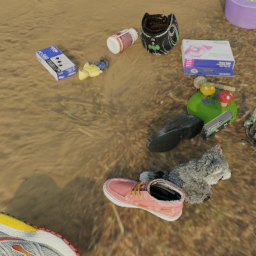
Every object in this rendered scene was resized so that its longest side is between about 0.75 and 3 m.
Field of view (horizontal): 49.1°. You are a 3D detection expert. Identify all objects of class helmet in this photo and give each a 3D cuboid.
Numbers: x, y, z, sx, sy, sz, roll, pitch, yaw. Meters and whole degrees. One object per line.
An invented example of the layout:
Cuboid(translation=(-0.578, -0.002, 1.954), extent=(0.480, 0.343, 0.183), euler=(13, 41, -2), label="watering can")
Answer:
Cuboid(translation=(1.395, -4.134, 12.340), extent=(1.837, 1.751, 1.837), euler=(-5, 73, 15), label="helmet")

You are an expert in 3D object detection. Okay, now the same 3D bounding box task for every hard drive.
Cuboid(translation=(2.657, -0.048, 8.475), extent=(0.902, 1.291, 0.244), euler=(-34, 73, 2), label="hard drive")

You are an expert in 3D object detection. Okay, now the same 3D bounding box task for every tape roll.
Cuboid(translation=(6.568, -6.520, 14.456), extent=(2.896, 1.230, 2.896), euler=(-5, 55, 8), label="tape roll")

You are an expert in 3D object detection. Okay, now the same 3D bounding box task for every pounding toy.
Cuboid(translation=(3.159, -1.214, 10.176), extent=(1.785, 1.073, 2.313), euler=(11, 50, 10), label="pounding toy")

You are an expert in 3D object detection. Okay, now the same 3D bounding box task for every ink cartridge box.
Cuboid(translation=(-3.105, -2.825, 12.047), extent=(0.909, 0.427, 1.933), euler=(-28, 54, -24), label="ink cartridge box")
Cuboid(translation=(3.488, -3.136, 12.316), extent=(2.139, 0.472, 2.179), euler=(3, 47, 2), label="ink cartridge box")

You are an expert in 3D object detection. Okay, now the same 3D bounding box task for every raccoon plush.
Cuboid(translation=(1.551, 1.248, 7.619), extent=(2.393, 1.603, 1.158), euler=(-4, 48, -3), label="raccoon plush")

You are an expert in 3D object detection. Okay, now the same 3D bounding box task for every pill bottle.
Cuboid(translation=(-0.230, -4.049, 12.903), extent=(1.380, 0.780, 0.780), euler=(-37, 58, -28), label="pill bottle")

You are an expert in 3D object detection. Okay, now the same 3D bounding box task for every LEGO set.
Cuboid(translation=(4.452, 0.681, 8.888), extent=(1.835, 0.801, 2.825), euler=(8, 62, 10), label="LEGO set")

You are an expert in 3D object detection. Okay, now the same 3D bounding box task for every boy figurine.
Cuboid(translation=(-1.525, -2.488, 11.740), extent=(1.433, 0.462, 0.891), euler=(-34, 59, -29), label="boy figurine")

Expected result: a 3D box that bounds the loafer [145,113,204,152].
Cuboid(translation=(1.426, 0.127, 9.237), extent=(2.286, 0.832, 0.826), euler=(-20, 43, -29), label="loafer")

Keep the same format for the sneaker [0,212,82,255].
Cuboid(translation=(-2.205, 3.004, 6.522), extent=(2.927, 1.139, 1.202), euler=(10, 53, 21), label="sneaker")

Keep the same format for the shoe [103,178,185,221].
Cuboid(translation=(0.394, 1.708, 7.584), extent=(2.300, 1.046, 0.822), euler=(17, 51, 15), label="shoe")
